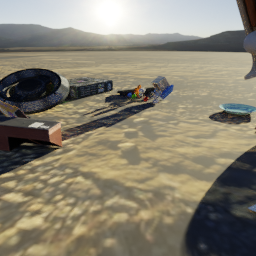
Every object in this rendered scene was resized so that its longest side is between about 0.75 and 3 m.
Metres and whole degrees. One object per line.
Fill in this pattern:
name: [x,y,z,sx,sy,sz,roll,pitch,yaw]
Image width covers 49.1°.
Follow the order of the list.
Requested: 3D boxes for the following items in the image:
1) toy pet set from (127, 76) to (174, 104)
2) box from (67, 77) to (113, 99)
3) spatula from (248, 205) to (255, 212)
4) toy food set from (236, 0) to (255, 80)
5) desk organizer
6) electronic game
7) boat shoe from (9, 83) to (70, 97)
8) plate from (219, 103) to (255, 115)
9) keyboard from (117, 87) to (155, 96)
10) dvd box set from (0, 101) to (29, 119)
toy pet set: [1.017,-1.350,11.229,1.456,0.828,1.560,-41,27,-10]
box: [-2.099,-1.888,12.748,1.837,0.499,2.293,14,23,35]
spatula: [2.451,1.222,4.113,1.102,0.089,0.766,-8,15,-26]
toy food set: [2.448,-2.324,4.672,0.805,2.663,1.911,-18,3,-30]
desk organizer: [-2.357,0.164,6.376,1.631,0.628,0.585,5,20,14]
electronic game: [-3.478,-1.361,10.028,2.727,0.567,2.727,0,41,0]
boat shoe: [-3.415,-1.364,10.948,2.241,0.806,0.762,-4,4,-13]
plate: [3.737,-0.628,9.522,1.250,0.160,1.250,0,19,0]
keyboard: [0.750,-1.618,12.418,2.192,0.226,1.393,-11,15,-27]
dvd box set: [-2.868,-0.251,7.292,1.281,0.937,0.188,17,60,44]
